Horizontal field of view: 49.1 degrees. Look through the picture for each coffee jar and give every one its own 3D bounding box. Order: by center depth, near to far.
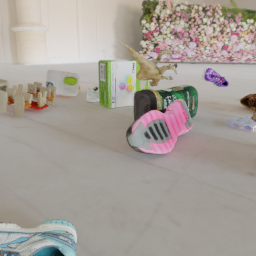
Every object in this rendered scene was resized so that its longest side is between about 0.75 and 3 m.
[{"bbox_3d":[1.324,-0.826,10.014,2.433,1.269,1.038,-11,20,-30],"label":"coffee jar"}]

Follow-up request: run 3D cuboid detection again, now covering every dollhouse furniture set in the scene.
[{"bbox_3d":[-4.663,-1.170,11.890,2.510,1.307,2.538,15,20,10],"label":"dollhouse furniture set"}]

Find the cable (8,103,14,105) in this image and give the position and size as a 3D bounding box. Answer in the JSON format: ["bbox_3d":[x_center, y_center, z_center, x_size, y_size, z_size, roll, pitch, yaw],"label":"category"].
[{"bbox_3d":[-5.573,-1.141,13.154,0.765,0.193,0.372,-3,29,36],"label":"cable"}]

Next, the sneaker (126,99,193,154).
[{"bbox_3d":[0.691,0.052,7.872,1.425,1.180,2.988,-15,4,36],"label":"sneaker"}]

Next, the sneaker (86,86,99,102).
[{"bbox_3d":[-1.327,-1.753,14.101,0.638,0.727,1.815,12,19,39],"label":"sneaker"}]

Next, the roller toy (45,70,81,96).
[{"bbox_3d":[-3.520,-2.382,15.116,1.733,1.327,1.899,9,11,1],"label":"roller toy"}]

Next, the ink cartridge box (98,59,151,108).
[{"bbox_3d":[0.101,-2.122,12.958,2.767,2.045,1.048,-9,19,-27],"label":"ink cartridge box"}]

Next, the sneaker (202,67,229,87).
[{"bbox_3d":[3.238,-1.847,10.224,1.339,0.540,0.559,15,7,-38],"label":"sneaker"}]

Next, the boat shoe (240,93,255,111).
[{"bbox_3d":[5.366,-0.989,11.464,0.784,0.836,2.321,-6,10,-2],"label":"boat shoe"}]

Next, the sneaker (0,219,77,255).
[{"bbox_3d":[-1.336,1.514,3.372,1.484,0.576,0.640,-6,21,-18],"label":"sneaker"}]

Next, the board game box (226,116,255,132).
[{"bbox_3d":[4.096,-0.153,9.577,1.007,0.207,1.005,-11,20,-34],"label":"board game box"}]

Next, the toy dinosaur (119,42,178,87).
[{"bbox_3d":[0.788,-1.846,8.652,1.305,0.751,2.581,-17,-25,20],"label":"toy dinosaur"}]

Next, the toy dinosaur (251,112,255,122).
[{"bbox_3d":[3.881,0.459,6.049,1.870,1.184,2.759,0,21,-22],"label":"toy dinosaur"}]
